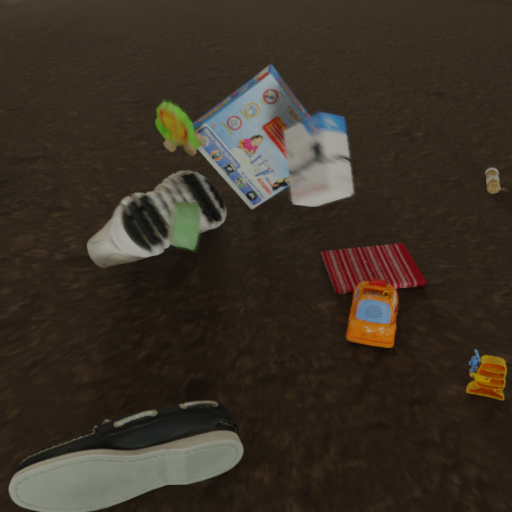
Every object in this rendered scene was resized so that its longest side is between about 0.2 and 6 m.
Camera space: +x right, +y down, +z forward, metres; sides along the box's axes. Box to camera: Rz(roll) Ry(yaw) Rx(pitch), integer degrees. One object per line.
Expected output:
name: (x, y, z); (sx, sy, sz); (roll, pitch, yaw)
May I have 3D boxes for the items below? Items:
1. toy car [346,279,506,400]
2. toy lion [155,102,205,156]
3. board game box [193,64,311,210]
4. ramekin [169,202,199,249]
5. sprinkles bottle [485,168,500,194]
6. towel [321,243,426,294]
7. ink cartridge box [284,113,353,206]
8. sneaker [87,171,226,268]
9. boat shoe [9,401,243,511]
toy car: (2.596, 1.020, 8.560); (2.691, 0.895, 1.320); (19, 39, 27)
toy lion: (-1.534, -2.428, 10.546); (1.114, 1.068, 0.382); (19, 63, 45)
board game box: (0.094, -2.385, 11.615); (2.153, 2.199, 0.615); (-31, 28, 23)
ramekin: (-1.132, -0.485, 8.744); (0.363, 0.743, 0.743); (5, 32, -15)
sprinkles bottle: (5.586, -1.779, 13.226); (0.288, 0.288, 0.845); (9, 35, 13)
towel: (2.144, 0.242, 10.341); (1.689, 0.190, 1.221); (-5, 36, -5)
ink cartridge box: (0.964, -1.473, 8.752); (0.521, 1.237, 0.894); (-1, -8, -38)
sneaker: (-1.812, -0.691, 10.723); (1.417, 1.314, 3.496); (-30, 0, 32)
boat shoe: (-1.498, 2.322, 6.656); (2.624, 0.992, 0.791); (0, 33, -22)
